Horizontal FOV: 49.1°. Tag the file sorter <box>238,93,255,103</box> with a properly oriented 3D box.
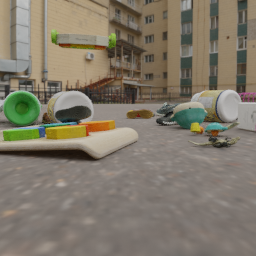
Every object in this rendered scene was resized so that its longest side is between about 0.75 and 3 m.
[{"bbox_3d":[6.562,-1.183,14.365,1.418,1.279,2.040,-1,6,-4],"label":"file sorter"}]

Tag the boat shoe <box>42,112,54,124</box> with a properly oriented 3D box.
[{"bbox_3d":[-3.059,-0.396,10.948,0.458,0.430,1.272,-4,7,-35],"label":"boat shoe"}]

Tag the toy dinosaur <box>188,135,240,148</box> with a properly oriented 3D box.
[{"bbox_3d":[1.757,0.279,5.560,1.038,0.246,0.457,0,-8,1],"label":"toy dinosaur"}]

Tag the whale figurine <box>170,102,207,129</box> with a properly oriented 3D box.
[{"bbox_3d":[2.030,-0.284,9.270,1.214,0.792,1.526,-8,-19,6],"label":"whale figurine"}]

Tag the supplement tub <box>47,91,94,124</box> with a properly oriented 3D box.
[{"bbox_3d":[-1.875,-0.558,8.822,1.195,1.195,1.655,-3,7,-26],"label":"supplement tub"}]

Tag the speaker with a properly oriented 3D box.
[{"bbox_3d":[-4.051,-0.795,10.818,1.319,1.319,2.982,-2,6,-19],"label":"speaker"}]

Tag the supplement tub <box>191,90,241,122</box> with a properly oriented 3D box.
[{"bbox_3d":[3.643,-0.932,11.795,1.313,1.313,1.818,-4,7,-30],"label":"supplement tub"}]

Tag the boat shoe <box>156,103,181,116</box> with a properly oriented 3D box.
[{"bbox_3d":[2.279,-1.026,15.415,0.871,0.739,2.393,-2,6,-20],"label":"boat shoe"}]

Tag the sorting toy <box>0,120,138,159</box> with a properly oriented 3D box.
[{"bbox_3d":[-1.354,0.117,5.791,2.654,0.484,2.456,2,6,19],"label":"sorting toy"}]

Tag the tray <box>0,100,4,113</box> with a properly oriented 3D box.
[{"bbox_3d":[-5.803,-0.643,11.712,1.334,0.276,2.485,-47,29,-22],"label":"tray"}]

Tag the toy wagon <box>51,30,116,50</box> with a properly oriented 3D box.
[{"bbox_3d":[-1.291,-2.542,8.229,1.719,0.438,2.215,1,13,-9],"label":"toy wagon"}]

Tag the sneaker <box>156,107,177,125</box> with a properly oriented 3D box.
[{"bbox_3d":[1.618,-0.444,10.366,1.436,0.650,0.477,-4,6,-30],"label":"sneaker"}]

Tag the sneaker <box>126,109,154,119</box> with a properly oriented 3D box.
[{"bbox_3d":[0.575,-0.715,13.657,1.325,0.497,0.597,1,12,2],"label":"sneaker"}]

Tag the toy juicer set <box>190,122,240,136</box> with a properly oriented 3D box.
[{"bbox_3d":[2.302,0.070,7.395,1.225,0.333,0.779,-3,-12,20],"label":"toy juicer set"}]

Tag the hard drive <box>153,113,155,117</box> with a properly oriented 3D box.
[{"bbox_3d":[0.754,-0.675,14.743,0.804,0.189,1.152,5,8,40],"label":"hard drive"}]

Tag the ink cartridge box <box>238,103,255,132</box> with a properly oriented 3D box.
[{"bbox_3d":[4.427,-0.289,7.822,1.515,0.878,2.601,-1,6,-9],"label":"ink cartridge box"}]

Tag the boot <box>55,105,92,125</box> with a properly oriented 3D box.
[{"bbox_3d":[-1.262,-0.155,7.138,0.979,0.391,1.077,-2,-27,11],"label":"boot"}]
